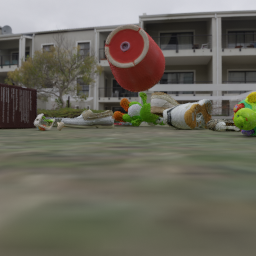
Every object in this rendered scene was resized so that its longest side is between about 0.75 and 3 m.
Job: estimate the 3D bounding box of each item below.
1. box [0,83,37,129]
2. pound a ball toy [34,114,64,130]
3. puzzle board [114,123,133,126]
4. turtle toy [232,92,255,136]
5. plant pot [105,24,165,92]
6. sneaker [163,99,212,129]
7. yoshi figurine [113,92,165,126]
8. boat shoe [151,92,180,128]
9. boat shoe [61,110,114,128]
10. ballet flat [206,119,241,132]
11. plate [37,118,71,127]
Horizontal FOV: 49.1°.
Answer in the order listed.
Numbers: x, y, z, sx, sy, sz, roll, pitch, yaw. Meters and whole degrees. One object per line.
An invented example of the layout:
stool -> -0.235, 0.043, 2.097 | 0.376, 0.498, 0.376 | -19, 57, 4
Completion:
box -> -3.930, -0.644, 8.851 | 1.342, 1.328, 1.617 | 1, 1, 24
pound a ball toy -> -1.972, -0.066, 6.892 | 0.554, 0.361, 0.849 | 27, -11, -24
puzzle board -> -0.568, -0.181, 14.837 | 1.880, 0.164, 1.417 | 1, 1, 5
turtle toy -> 1.791, -0.156, 4.119 | 0.466, 0.671, 0.921 | -21, -6, 20
plant pot -> 0.203, -3.068, 12.044 | 2.580, 2.580, 2.283 | 0, -7, 15
sneaker -> 1.849, -0.421, 8.498 | 1.053, 0.908, 2.401 | 0, 0, 32
yoshi figurine -> 0.567, -0.787, 13.327 | 2.888, 1.623, 1.617 | 12, 27, 41
boat shoe -> 1.700, -0.435, 10.308 | 2.509, 0.868, 0.925 | 25, -16, -34
boat shoe -> -1.334, -0.300, 9.329 | 1.801, 0.616, 0.673 | -1, 1, -25
ballet flat -> 2.101, -0.036, 5.924 | 0.836, 0.283, 0.315 | 2, 16, -10
plate -> -3.858, -0.261, 12.759 | 2.485, 0.402, 2.479 | 0, 0, 4
